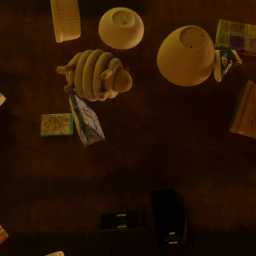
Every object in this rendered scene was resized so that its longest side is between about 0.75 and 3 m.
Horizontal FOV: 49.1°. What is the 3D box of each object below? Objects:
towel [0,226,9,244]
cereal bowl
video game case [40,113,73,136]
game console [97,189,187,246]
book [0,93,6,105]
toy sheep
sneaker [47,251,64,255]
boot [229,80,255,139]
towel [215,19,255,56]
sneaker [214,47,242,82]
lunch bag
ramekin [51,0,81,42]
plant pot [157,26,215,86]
[{"bbox_3d":[-4.365,3.193,8.570,1.195,0.136,0.861,42,75,13],"label":"towel"},{"bbox_3d":[-0.234,-3.888,10.580,1.733,0.722,1.733,2,68,-5],"label":"cereal bowl"},{"bbox_3d":[-2.468,-0.111,9.707,1.086,0.097,0.777,-3,71,-1],"label":"video game case"},{"bbox_3d":[0.416,2.783,8.612,2.758,0.332,1.627,-4,71,-3],"label":"game console"},{"bbox_3d":[-5.919,-1.192,9.834,2.620,0.630,1.750,35,73,10],"label":"book"},{"bbox_3d":[-1.164,-1.754,9.377,2.750,1.896,1.896,17,72,11],"label":"toy sheep"},{"bbox_3d":[-2.927,4.618,7.582,2.803,1.055,1.466,-20,67,-11],"label":"sneaker"},{"bbox_3d":[4.813,-0.335,9.476,2.304,0.762,2.017,20,85,8],"label":"boot"},{"bbox_3d":[4.394,-3.500,10.794,1.910,0.217,1.371,12,72,4],"label":"towel"},{"bbox_3d":[3.683,-2.302,10.211,0.979,0.539,1.337,2,66,5],"label":"sneaker"},{"bbox_3d":[-1.426,-0.263,8.826,0.755,1.605,1.208,-23,63,1],"label":"lunch bag"},{"bbox_3d":[-2.279,-4.066,10.239,0.910,1.733,1.733,-9,71,-13],"label":"ramekin"},{"bbox_3d":[2.146,-2.745,9.905,2.123,1.426,2.123,0,72,1],"label":"plant pot"}]
